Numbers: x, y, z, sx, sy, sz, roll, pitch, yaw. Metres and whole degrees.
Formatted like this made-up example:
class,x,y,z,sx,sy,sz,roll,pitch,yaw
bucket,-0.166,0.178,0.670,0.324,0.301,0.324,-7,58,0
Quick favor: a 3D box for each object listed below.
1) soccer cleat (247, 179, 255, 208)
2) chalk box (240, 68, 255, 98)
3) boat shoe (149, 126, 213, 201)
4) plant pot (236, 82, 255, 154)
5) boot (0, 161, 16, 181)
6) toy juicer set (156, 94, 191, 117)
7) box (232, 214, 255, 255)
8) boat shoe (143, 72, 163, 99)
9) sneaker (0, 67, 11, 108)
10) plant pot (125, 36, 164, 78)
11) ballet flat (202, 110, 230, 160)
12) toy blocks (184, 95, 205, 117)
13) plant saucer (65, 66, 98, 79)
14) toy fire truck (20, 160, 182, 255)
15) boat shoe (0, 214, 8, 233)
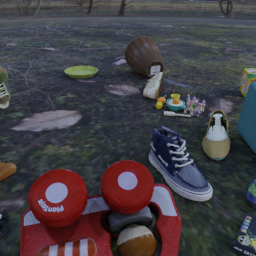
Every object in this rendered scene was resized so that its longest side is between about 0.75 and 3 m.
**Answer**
class,x,y,z,sx,sy,sz,roll,pitch,yaw
soccer cleat,3.673,1.614,6.336,1.813,0.758,0.586,10,29,18
chalk box,6.379,-2.086,13.092,1.878,1.168,1.162,3,27,9
boat shoe,1.321,0.835,7.453,0.903,1.121,2.418,-15,30,-26
plant pot,4.755,0.113,8.219,1.873,1.874,2.651,-1,39,-3
boot,-4.432,1.245,7.044,2.183,0.794,2.319,8,28,15
toy juicer set,1.783,-0.990,11.682,1.191,0.510,1.873,-3,28,-6
box,2.634,2.252,5.677,0.769,0.234,0.955,21,34,30
boat shoe,1.231,-2.106,13.532,0.773,0.858,2.379,7,33,11
sneaker,-4.853,-1.451,10.773,0.739,0.990,2.205,-23,-6,-28
plant pot,1.130,-3.780,15.851,2.044,2.044,2.187,-9,41,-17
ballet flat,2.888,0.109,9.210,0.858,0.788,2.499,-1,25,18
toy blocks,2.714,-0.966,11.449,0.750,0.676,0.803,18,32,30
plant saucer,-2.692,-3.230,16.269,1.938,0.301,1.938,1,27,0
toy fire truck,-0.443,2.072,4.919,2.928,1.642,2.459,-7,52,-11
boat shoe,-3.156,2.081,5.844,1.161,0.434,0.538,-4,42,14
